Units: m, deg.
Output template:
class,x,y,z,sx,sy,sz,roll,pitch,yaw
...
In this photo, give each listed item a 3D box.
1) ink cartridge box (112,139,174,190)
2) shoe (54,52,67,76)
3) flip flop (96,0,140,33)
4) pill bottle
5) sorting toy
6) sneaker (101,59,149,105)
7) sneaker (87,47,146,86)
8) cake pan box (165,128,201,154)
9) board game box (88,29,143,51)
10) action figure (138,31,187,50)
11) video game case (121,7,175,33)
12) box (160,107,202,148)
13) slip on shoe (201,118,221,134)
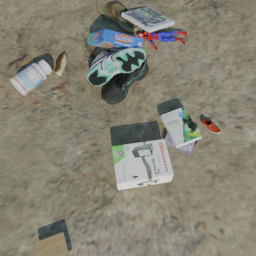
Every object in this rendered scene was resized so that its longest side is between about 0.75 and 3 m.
class,x,y,z,sx,sy,sz,roll,pitch,yaw
ink cartridge box,0.446,1.172,9.110,1.797,0.755,1.307,-9,63,-4
shoe,-2.713,-2.585,11.339,0.394,0.301,1.126,-13,54,30
flip flop,-0.413,-5.086,12.355,0.993,0.705,2.448,-37,69,-17
pill bottle,-3.660,-1.965,10.716,0.783,0.783,1.439,40,69,18
sorting toy,-2.163,3.615,8.116,0.860,0.299,0.855,-18,64,-9
sneaker,-0.144,-1.910,10.589,0.931,0.979,2.471,36,70,15
sneaker,-0.493,-2.532,10.161,2.249,0.874,1.573,-21,39,10
cake pan box,1.917,0.286,9.844,1.076,0.281,0.991,22,67,11
board game box,-0.508,-3.161,10.249,1.445,1.901,0.428,6,99,-26
action figure,1.398,-3.633,11.629,2.019,0.659,0.999,6,55,3
video game case,0.866,-4.704,12.052,1.589,0.204,1.748,-29,55,-33
box,1.826,-0.041,9.727,0.942,0.237,1.305,-21,66,-10
slip on shoe,2.985,-0.075,10.047,0.793,0.243,0.294,40,68,16
